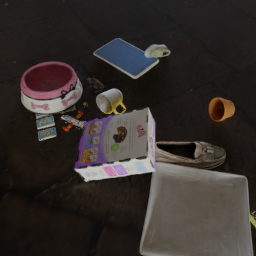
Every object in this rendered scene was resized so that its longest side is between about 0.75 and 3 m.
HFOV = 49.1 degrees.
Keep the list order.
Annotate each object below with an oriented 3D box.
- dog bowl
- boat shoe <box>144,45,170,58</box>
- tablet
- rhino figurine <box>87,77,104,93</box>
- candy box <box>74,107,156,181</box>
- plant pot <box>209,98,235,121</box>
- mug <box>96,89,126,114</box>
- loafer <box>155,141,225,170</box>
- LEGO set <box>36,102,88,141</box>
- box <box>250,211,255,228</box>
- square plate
[{"bbox_3d":[-3.070,-1.687,11.067,2.473,0.912,2.473,0,46,0],"label":"dog bowl"},{"bbox_3d":[1.373,-3.472,12.718,0.480,0.557,1.548,41,44,24],"label":"boat shoe"},{"bbox_3d":[-0.100,-3.269,12.943,2.675,0.183,1.740,35,58,26],"label":"tablet"},{"bbox_3d":[-1.386,-1.868,11.694,0.446,0.305,1.020,-22,51,-29],"label":"rhino figurine"},{"bbox_3d":[-0.338,0.520,8.871,2.339,0.837,1.962,-11,47,18],"label":"candy box"},{"bbox_3d":[3.523,-0.698,10.407,0.611,0.873,0.873,-4,48,-24],"label":"plant pot"},{"bbox_3d":[-0.611,-1.013,10.815,0.822,1.027,0.843,0,30,44],"label":"mug"},{"bbox_3d":[1.988,0.823,9.112,2.496,0.785,0.897,-1,48,-1],"label":"loafer"},{"bbox_3d":[-2.410,-0.448,10.393,2.021,0.496,1.510,-14,52,-8],"label":"LEGO set"},{"bbox_3d":[4.017,2.468,8.081,1.063,0.266,0.400,-20,53,-16],"label":"box"},{"bbox_3d":[1.969,2.454,8.001,2.884,0.414,2.911,9,50,8],"label":"square plate"}]
